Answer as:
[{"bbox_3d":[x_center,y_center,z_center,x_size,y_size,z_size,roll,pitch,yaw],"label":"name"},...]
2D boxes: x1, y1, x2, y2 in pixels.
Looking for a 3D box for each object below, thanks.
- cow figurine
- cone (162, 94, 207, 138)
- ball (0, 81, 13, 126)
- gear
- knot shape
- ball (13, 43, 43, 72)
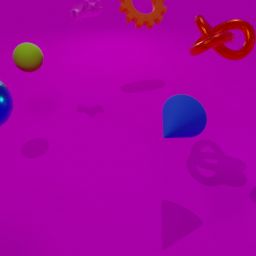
[{"bbox_3d":[-1.337,-3.727,9.033,0.916,0.503,0.901,-16,-1,-28],"label":"cow figurine"},{"bbox_3d":[0.919,-0.031,5.540,0.997,0.997,1.000,21,36,25],"label":"cone"},{"bbox_3d":[-2.283,-0.389,4.409,0.886,0.886,0.886,0,38,0],"label":"ball"},{"bbox_3d":[0.543,-4.574,10.335,1.792,1.792,0.331,-14,-2,-17],"label":"gear"},{"bbox_3d":[2.216,-2.339,7.082,1.653,0.764,1.546,-11,45,-12],"label":"knot shape"},{"bbox_3d":[-2.689,-1.896,7.566,0.777,0.777,0.777,0,38,0],"label":"ball"}]
